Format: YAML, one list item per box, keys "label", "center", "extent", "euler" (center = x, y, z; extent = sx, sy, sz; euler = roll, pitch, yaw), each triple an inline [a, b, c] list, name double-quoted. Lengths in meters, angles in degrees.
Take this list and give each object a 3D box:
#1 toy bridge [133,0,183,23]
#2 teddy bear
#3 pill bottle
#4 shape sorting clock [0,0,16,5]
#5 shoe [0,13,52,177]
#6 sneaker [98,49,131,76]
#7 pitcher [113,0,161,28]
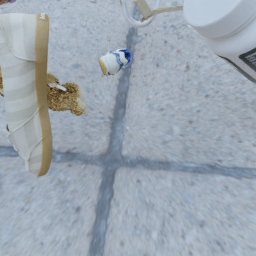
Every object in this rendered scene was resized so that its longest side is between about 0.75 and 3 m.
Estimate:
- label: "toy bridge"
  center: [1.414, -3.132, 6.076]
  extent: [2.726, 0.916, 0.371]
  euler: [-32, 26, 13]
- label: "teddy bear"
  center: [-1.830, -0.753, 5.919]
  extent: [2.073, 0.692, 1.503]
  euler: [7, 38, -41]
- label: "pill bottle"
  center: [2.621, -1.968, 5.624]
  extent: [2.983, 1.699, 1.699]
  euler: [21, 41, -36]
- label: "shape sorting clock"
  center: [-2.703, -3.456, 6.840]
  extent: [1.749, 1.749, 0.343]
  euler: [-35, 101, -24]
- label: "shoe"
  center: [-1.409, -0.321, 3.842]
  extent: [0.651, 2.438, 0.852]
  euler: [-3, 34, -20]
- label: "sneaker"
  center: [-0.159, -1.229, 5.142]
  extent: [0.518, 0.442, 1.176]
  euler: [-20, 19, 12]
- label: "pitcher"
  center: [0.547, -4.548, 7.724]
  extent: [2.955, 2.535, 1.791]
  euler: [-41, 17, 1]
